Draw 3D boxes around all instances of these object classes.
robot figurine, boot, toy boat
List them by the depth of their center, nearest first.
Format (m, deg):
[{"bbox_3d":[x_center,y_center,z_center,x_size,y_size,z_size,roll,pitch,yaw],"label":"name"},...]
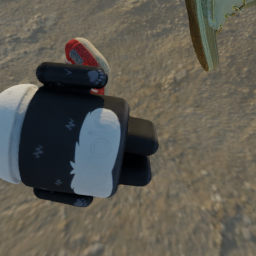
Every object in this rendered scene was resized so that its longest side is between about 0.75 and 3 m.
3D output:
[{"bbox_3d":[-0.905,0.195,4.571,2.694,1.681,2.024,8,72,-2],"label":"robot figurine"},{"bbox_3d":[-1.228,-1.060,6.642,1.273,1.947,1.271,-35,73,-20],"label":"toy boat"},{"bbox_3d":[2.721,-3.035,7.377,2.174,1.018,2.797,-10,90,1],"label":"boot"}]
